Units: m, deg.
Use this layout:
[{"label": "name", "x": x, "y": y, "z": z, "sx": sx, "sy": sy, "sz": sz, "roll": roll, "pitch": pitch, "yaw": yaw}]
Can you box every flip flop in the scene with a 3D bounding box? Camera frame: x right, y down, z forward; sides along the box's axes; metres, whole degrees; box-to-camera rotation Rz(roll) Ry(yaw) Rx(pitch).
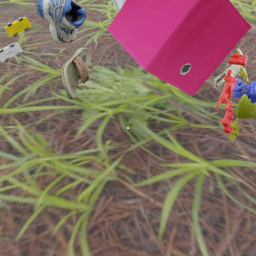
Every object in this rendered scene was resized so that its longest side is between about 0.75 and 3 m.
[{"label": "flip flop", "x": -1.388, "y": -1.679, "z": 8.223, "sx": 0.604, "sy": 0.850, "sz": 2.097, "roll": -1, "pitch": 43, "yaw": 18}]

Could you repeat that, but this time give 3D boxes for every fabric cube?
[{"label": "fabric cube", "x": 1.047, "y": -2.119, "z": 5.974, "sx": 1.824, "sy": 1.854, "sz": 1.860, "roll": 17, "pitch": 30, "yaw": -45}]

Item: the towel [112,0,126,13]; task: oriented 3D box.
[{"label": "towel", "x": 0.151, "y": -4.442, "z": 9.396, "sx": 0.376, "sy": 2.452, "sz": 1.829, "roll": -22, "pitch": 88, "yaw": -24}]

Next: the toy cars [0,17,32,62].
[{"label": "toy cars", "x": -3.503, "y": -2.716, "z": 8.549, "sx": 0.691, "sy": 1.542, "sz": 0.341, "roll": 14, "pitch": 22, "yaw": -38}]

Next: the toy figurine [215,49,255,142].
[{"label": "toy figurine", "x": 1.331, "y": -0.181, "z": 2.613, "sx": 0.716, "sy": 1.196, "sz": 0.631, "roll": 15, "pitch": 77, "yaw": 31}]

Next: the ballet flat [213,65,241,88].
[{"label": "ballet flat", "x": 2.531, "y": -1.307, "z": 7.190, "sx": 0.304, "sy": 0.874, "sz": 0.304, "roll": 13, "pitch": 59, "yaw": -23}]

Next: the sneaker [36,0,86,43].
[{"label": "sneaker", "x": -1.011, "y": -1.806, "z": 4.742, "sx": 0.624, "sy": 0.565, "sz": 1.466, "roll": 10, "pitch": -3, "yaw": 4}]
